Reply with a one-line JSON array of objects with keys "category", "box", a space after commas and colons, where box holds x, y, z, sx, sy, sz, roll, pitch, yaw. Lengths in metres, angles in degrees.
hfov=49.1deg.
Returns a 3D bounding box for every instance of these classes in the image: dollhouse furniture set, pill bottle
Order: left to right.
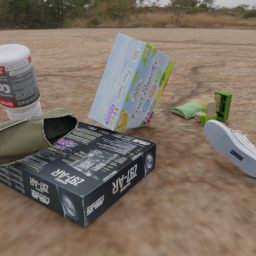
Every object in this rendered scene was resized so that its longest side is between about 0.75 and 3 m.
[{"category": "pill bottle", "box": [-2.813, -1.076, 7.075, 1.026, 1.801, 1.026, -1, 39, 0]}, {"category": "dollhouse furniture set", "box": [1.930, -0.660, 7.617, 0.916, 0.702, 1.399, -13, 24, -28]}]

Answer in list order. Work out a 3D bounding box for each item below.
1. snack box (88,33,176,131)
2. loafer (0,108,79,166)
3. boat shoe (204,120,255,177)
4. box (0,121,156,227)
[{"category": "snack box", "box": [0.183, -0.903, 6.144, 0.706, 1.760, 2.087, 27, 15, 21]}, {"category": "loafer", "box": [-1.465, 0.084, 4.290, 1.657, 0.623, 0.577, -31, 17, -34]}, {"category": "boat shoe", "box": [2.037, 0.286, 5.187, 0.563, 0.488, 1.321, -23, 56, -41]}, {"category": "box", "box": [-1.031, 0.537, 5.053, 2.475, 0.539, 1.983, 15, 27, 31]}]
